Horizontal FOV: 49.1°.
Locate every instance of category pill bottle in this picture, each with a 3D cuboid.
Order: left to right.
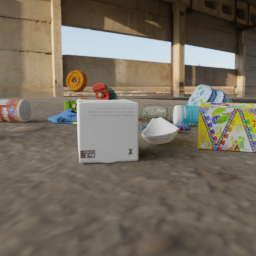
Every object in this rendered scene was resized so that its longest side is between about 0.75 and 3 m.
[{"bbox_3d":[-5.902,-0.846,13.777,1.957,1.098,1.098,1,8,12],"label":"pill bottle"},{"bbox_3d":[2.857,-0.528,12.229,1.661,0.920,0.920,1,8,1],"label":"pill bottle"}]

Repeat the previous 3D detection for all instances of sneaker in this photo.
[{"bbox_3d":[-2.888,-0.560,13.167,1.864,0.731,0.615,1,10,15],"label":"sneaker"}]

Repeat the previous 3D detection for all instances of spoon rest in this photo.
[{"bbox_3d":[0.975,0.049,8.920,1.093,0.667,2.200,-11,6,4],"label":"spoon rest"}]

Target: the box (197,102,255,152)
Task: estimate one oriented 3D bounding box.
[{"bbox_3d":[3.061,-0.089,8.256,1.886,1.194,1.958,3,9,15],"label":"box"}]

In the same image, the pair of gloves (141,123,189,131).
[{"bbox_3d":[1.469,-0.001,11.048,1.640,0.232,2.039,2,7,23],"label":"pair of gloves"}]

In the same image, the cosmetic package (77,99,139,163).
[{"bbox_3d":[-0.566,-0.003,6.980,1.371,1.372,1.663,-2,8,-12],"label":"cosmetic package"}]

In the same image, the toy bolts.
[{"bbox_3d":[-1.835,-1.797,14.820,2.584,2.468,1.792,-6,-3,21],"label":"toy bolts"}]

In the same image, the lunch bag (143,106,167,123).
[{"bbox_3d":[1.317,-0.636,13.390,1.116,0.800,1.360,2,4,11],"label":"lunch bag"}]

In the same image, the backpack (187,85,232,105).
[{"bbox_3d":[3.951,-1.193,13.782,1.371,1.708,1.866,35,-6,-35],"label":"backpack"}]
